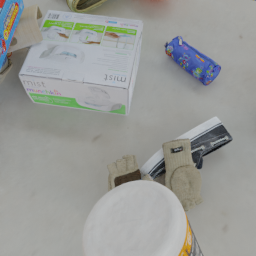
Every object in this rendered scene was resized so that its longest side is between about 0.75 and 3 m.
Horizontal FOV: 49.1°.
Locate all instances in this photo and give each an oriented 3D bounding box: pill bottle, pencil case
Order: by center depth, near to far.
[{"bbox_3d":[0.347,1.615,3.354,1.127,1.936,1.127,-17,37,14],"label":"pill bottle"},{"bbox_3d":[1.895,-2.038,8.281,0.688,0.766,1.764,-37,69,-21],"label":"pencil case"}]

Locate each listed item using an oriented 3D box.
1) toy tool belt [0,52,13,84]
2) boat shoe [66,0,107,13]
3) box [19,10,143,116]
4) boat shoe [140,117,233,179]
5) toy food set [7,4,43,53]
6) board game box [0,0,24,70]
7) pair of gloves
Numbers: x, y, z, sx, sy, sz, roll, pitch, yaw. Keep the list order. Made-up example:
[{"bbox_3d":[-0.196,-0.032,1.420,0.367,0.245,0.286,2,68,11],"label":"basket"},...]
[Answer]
[{"bbox_3d":[-3.871,-2.052,8.229,0.867,0.854,1.389,6,62,3],"label":"toy tool belt"},{"bbox_3d":[-0.710,-4.766,9.287,2.876,1.049,0.905,-33,40,-4],"label":"boat shoe"},{"bbox_3d":[-1.140,-1.857,7.830,2.810,1.359,2.480,8,62,4],"label":"box"},{"bbox_3d":[1.440,0.679,6.793,2.537,0.910,0.860,-29,70,-18],"label":"boat shoe"},{"bbox_3d":[-3.430,-2.771,8.203,1.917,0.807,2.671,-20,35,-4],"label":"toy food set"},{"bbox_3d":[-4.260,-2.284,6.431,2.924,0.817,2.863,5,61,0],"label":"board game box"},{"bbox_3d":[0.607,1.285,6.307,2.075,0.364,1.765,-19,97,-4],"label":"pair of gloves"}]
